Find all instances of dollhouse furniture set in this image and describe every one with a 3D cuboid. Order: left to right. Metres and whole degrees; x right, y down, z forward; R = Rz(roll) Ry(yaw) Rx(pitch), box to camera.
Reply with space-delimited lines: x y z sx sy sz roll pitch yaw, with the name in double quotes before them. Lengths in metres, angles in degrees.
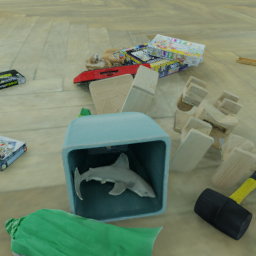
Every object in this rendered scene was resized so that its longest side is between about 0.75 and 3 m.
"dollhouse furniture set" 1.233 0.041 7.131 2.987 1.944 2.744 23 36 -4

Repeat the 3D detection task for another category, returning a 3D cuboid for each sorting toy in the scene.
"sorting toy" -0.648 -0.779 8.556 2.087 0.307 1.542 -15 66 -10

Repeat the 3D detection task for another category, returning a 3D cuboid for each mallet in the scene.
"mallet" 2.697 1.273 5.871 2.989 0.615 0.984 -19 38 -32

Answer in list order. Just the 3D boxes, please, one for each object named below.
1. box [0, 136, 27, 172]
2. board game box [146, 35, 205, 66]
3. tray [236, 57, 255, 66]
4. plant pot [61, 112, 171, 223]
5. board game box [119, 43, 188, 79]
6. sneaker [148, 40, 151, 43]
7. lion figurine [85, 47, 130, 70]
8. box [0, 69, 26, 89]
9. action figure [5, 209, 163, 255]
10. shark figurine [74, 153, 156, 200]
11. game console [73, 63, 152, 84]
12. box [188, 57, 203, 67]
"box" -3.423 0.565 7.107 1.349 0.254 0.922 13 36 18
"board game box" 1.969 -3.205 11.442 2.099 0.359 1.411 17 41 13
"tray" 5.314 -2.971 12.480 0.847 0.157 0.418 19 38 27
"plant pot" -0.327 0.566 5.798 1.845 1.840 1.880 -6 30 -9
"board game box" 1.101 -2.866 11.736 2.314 0.656 1.913 -24 48 -31
"sneaker" 1.690 -3.901 13.299 1.695 0.780 0.642 -15 37 -22
"lion figurine" -0.796 -2.865 11.784 1.498 0.886 2.445 8 28 8
"box" -4.671 -1.883 10.756 1.111 0.264 1.073 -25 44 -32
"action figure" -0.961 1.963 4.603 2.712 0.742 1.602 11 37 23
"shark figurine" -0.339 0.856 5.656 1.813 0.757 1.083 12 20 -28
"game console" -0.591 -1.866 9.978 2.503 0.389 2.214 -11 6 -18
"box" 2.500 -3.185 12.699 1.030 0.259 1.427 -24 40 -32
